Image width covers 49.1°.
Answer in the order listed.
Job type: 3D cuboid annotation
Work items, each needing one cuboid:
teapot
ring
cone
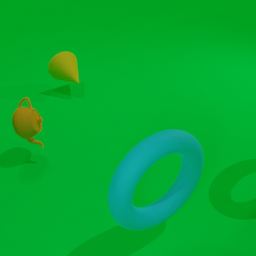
[{"bbox_3d":[-2.138,-0.091,6.114,0.563,1.150,0.715,-11,7,5],"label":"teapot"},{"bbox_3d":[0.460,0.803,4.187,1.707,1.707,0.341,-21,37,-26],"label":"ring"},{"bbox_3d":[-1.775,-1.659,8.649,1.006,1.006,1.010,-24,54,-29],"label":"cone"}]
